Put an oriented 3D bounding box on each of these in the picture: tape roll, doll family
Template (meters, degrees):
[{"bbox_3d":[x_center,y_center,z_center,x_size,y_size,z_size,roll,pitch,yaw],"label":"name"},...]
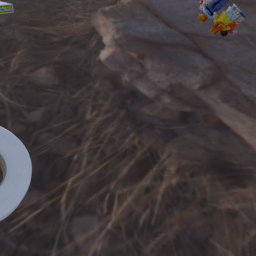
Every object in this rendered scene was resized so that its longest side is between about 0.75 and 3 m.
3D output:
[{"bbox_3d":[-2.319,0.721,4.309,1.575,0.551,1.575,10,64,-22],"label":"tape roll"},{"bbox_3d":[1.730,-2.236,5.455,1.047,0.650,0.472,54,34,10],"label":"doll family"}]

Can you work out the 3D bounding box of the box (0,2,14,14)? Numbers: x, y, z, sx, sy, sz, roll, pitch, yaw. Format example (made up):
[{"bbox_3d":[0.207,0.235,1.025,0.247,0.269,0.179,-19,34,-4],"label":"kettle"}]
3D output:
[{"bbox_3d":[-3.546,-3.106,7.178,1.194,0.207,0.657,26,39,35],"label":"box"}]
